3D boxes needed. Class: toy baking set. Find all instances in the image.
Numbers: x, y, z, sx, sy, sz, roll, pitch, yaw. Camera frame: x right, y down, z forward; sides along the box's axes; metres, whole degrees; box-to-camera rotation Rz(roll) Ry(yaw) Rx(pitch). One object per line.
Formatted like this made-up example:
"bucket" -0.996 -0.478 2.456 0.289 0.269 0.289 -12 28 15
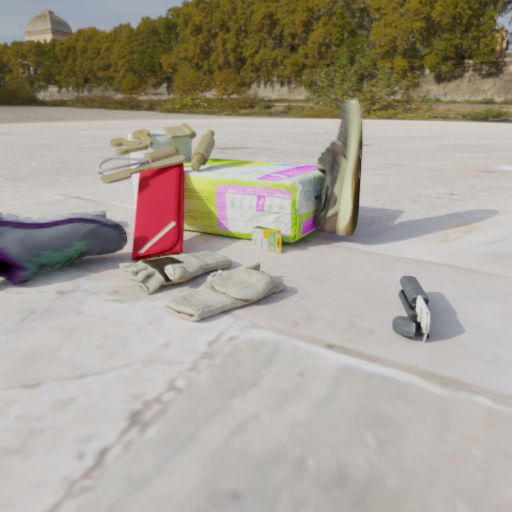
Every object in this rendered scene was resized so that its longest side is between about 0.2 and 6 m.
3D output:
"toy baking set" -2.314 -2.341 13.133 2.617 0.397 3.410 -4 32 3

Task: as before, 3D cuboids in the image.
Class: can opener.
"can opener" 2.217 0.728 8.231 0.578 0.461 1.729 2 17 4

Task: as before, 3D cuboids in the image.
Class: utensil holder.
"utensil holder" -2.550 -2.313 15.241 1.704 2.005 1.704 0 18 0

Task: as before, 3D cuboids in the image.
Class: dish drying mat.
"dish drying mat" -2.019 -1.002 11.684 1.042 0.247 2.712 -10 49 5

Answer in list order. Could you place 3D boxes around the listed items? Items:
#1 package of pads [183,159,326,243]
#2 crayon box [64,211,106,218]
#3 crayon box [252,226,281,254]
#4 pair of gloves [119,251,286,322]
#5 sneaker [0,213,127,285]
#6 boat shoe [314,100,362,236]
"package of pads" -0.249 -1.449 13.506 4.171 1.422 3.222 8 18 27
"crayon box" -4.165 -0.859 13.274 1.137 0.293 0.715 -5 13 -10
"crayon box" 0.259 -0.332 11.561 0.727 0.457 0.188 13 22 35
"pair of gloves" -0.901 0.347 9.477 2.105 0.434 2.476 -14 23 -38
"sneaker" -3.841 0.011 10.105 3.094 1.151 1.354 1 55 -27
"boat shoe" 1.756 -1.926 12.013 0.967 2.984 1.093 3 -11 15
